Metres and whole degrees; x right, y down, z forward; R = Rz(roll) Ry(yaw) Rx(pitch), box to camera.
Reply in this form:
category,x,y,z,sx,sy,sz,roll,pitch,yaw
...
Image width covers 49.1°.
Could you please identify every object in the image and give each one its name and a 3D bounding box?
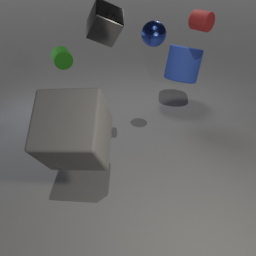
category,x,y,z,sx,sy,sz,roll,pitch,yaw
ball,0.718,-2.624,7.803,0.700,0.700,0.700,0,30,0
cylinder,-2.478,-2.637,10.522,0.700,0.700,0.700,-12,37,-19
cube,-0.560,-2.508,6.705,0.700,0.700,0.700,14,52,-23
cube,-1.186,0.077,6.125,1.400,1.400,1.400,0,67,8
cylinder,2.334,-2.701,11.817,1.400,1.400,1.400,9,18,-3
cylinder,2.684,-3.908,10.209,0.700,0.700,0.700,-26,42,-38
